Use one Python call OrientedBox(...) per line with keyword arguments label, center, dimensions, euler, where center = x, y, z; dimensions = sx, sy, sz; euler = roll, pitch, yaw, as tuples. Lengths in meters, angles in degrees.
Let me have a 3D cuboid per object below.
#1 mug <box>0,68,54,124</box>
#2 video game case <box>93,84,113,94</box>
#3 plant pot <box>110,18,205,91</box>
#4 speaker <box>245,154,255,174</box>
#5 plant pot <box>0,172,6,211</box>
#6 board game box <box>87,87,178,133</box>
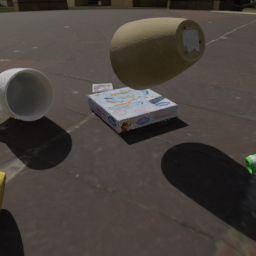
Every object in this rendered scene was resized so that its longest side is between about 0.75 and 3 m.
OrientedBox(label="mug", center=(-4.663, -1.154, 11.243), dimensions=(2.360, 1.987, 2.691), euler=(13, 60, 44))
OrientedBox(label="video game case", center=(-1.298, -2.031, 14.378), dimensions=(1.025, 0.129, 1.125), euler=(-4, 29, -6))
OrientedBox(label="plant pot", center=(1.133, -2.631, 9.355), dimensions=(2.524, 2.524, 2.694), euler=(-19, 12, -31))
OrientedBox(label="speaker", center=(3.196, 0.702, 6.231), dimensions=(1.023, 0.452, 0.452), euler=(-18, 28, 9))
OrientedBox(label="plant pot", center=(-3.837, 1.547, 6.540), dimensions=(1.667, 1.772, 1.772), euler=(8, 26, -19))
OrientedBox(label="board game box", center=(0.130, -0.953, 11.965), dimensions=(2.835, 0.583, 2.828), euler=(-16, 33, -26))
